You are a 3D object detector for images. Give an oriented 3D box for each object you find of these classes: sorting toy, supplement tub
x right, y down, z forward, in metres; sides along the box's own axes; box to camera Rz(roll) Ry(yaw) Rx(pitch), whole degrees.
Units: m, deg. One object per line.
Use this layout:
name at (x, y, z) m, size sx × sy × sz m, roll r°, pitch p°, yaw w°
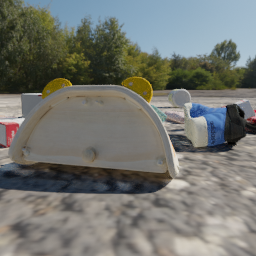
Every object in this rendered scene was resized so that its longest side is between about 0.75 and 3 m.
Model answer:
sorting toy at (-0.273, 0.140, 5.425) m, size 2.752 × 1.470 × 2.477 m, roll 3°, pitch -11°, yaw 17°
supplement tub at (3.842, -2.272, 21.334) m, size 1.371 × 1.371 × 1.891 m, roll -1°, pitch 8°, yaw -6°

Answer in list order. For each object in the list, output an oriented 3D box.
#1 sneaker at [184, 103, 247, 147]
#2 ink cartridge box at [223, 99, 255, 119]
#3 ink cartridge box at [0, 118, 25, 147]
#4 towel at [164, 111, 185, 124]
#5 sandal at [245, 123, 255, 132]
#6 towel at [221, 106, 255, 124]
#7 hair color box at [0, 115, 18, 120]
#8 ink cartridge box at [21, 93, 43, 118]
sneaker at (2.276, -0.172, 7.422) m, size 1.409 × 0.972 × 2.533 m, roll -5°, pitch 11°, yaw 5°
ink cartridge box at (3.410, -0.446, 9.349) m, size 1.346 × 0.566 × 0.980 m, roll -23°, pitch 2°, yaw 15°
ink cartridge box at (-2.617, 0.070, 7.259) m, size 1.399 × 0.580 × 1.027 m, roll -7°, pitch 10°, yaw -40°
towel at (2.979, -0.516, 12.291) m, size 2.289 × 0.386 × 2.397 m, roll -1°, pitch 7°, yaw -9°
sandal at (4.806, -0.068, 8.305) m, size 2.525 × 0.569 × 0.948 m, roll 8°, pitch 11°, yaw 44°
towel at (4.877, -0.432, 10.417) m, size 1.942 × 0.302 × 2.686 m, roll 6°, pitch 12°, yaw -9°
hair color box at (-4.395, -0.181, 9.617) m, size 0.715 × 0.438 × 1.445 m, roll -8°, pitch 10°, yaw -42°
ink cartridge box at (-3.447, -1.117, 13.706) m, size 2.040 × 1.159 × 2.799 m, roll 3°, pitch 8°, yaw 19°
